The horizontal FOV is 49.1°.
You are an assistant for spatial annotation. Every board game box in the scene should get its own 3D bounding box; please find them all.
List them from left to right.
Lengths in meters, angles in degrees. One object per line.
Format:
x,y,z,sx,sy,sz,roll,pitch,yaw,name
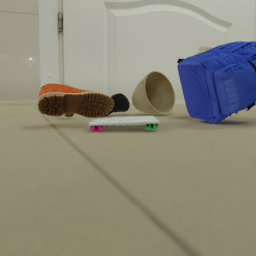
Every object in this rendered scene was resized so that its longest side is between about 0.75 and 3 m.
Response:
-0.106,-0.146,8.287,1.881,0.243,1.881,-2,7,0,board game box

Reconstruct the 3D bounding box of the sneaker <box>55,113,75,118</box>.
-2.670,-0.736,11.555,1.341,0.499,0.567,12,30,22,sneaker

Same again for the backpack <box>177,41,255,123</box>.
3.662,-1.640,9.759,2.948,2.396,2.474,-26,27,-22,backpack

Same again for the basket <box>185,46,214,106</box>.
3.599,-2.080,12.352,1.621,2.628,1.781,12,-11,4,basket

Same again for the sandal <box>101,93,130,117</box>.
-0.760,-1.084,13.124,0.596,0.936,2.490,-13,4,35,sandal

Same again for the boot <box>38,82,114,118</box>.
-1.666,-0.999,9.016,2.394,0.898,1.284,3,31,-22,boot

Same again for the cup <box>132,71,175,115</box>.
1.055,-1.517,13.576,2.088,2.088,1.494,-6,-7,-42,cup
